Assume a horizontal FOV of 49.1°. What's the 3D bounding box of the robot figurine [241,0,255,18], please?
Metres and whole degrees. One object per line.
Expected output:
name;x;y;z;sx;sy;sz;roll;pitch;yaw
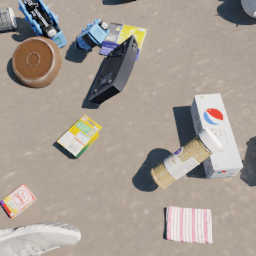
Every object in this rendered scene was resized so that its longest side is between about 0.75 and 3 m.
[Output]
robot figurine;5.658;-5.396;11.139;2.733;1.543;2.318;-33;79;-18

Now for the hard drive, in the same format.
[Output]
hard drive;-0.433;-1.894;9.285;0.499;1.590;2.358;35;53;-27

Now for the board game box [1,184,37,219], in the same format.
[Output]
board game box;-3.041;2.028;7.802;0.773;0.179;0.585;-39;68;-19

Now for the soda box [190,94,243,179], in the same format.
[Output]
soda box;2.594;0.201;8.465;0.855;0.799;2.509;-5;61;-2

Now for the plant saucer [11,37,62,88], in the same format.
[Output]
plant saucer;-3.242;-2.332;9.738;1.889;0.325;1.889;-1;84;6

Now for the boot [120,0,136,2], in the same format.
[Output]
boot;0.136;-6.451;12.116;2.371;0.868;1.785;-24;65;-17

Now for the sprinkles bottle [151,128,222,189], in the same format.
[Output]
sprinkles bottle;1.513;0.830;7.433;1.941;0.662;0.662;-41;63;19

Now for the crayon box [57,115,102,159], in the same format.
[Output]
crayon box;-1.468;0.266;8.703;0.778;0.319;1.237;35;67;18

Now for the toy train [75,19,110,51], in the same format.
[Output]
toy train;-1.339;-3.242;9.964;0.702;1.619;0.925;45;61;-26

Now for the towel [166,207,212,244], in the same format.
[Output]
towel;1.640;2.581;7.498;1.212;0.181;0.887;4;62;2

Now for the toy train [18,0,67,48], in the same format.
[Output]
toy train;-3.238;-3.972;10.472;1.012;1.333;2.334;-33;66;-11

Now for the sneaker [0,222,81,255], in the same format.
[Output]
sneaker;-2.511;2.999;6.960;2.765;1.033;1.134;-9;75;4

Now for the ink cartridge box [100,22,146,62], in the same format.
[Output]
ink cartridge box;-0.180;-3.327;10.689;1.481;0.352;1.498;13;59;5

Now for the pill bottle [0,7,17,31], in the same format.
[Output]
pill bottle;-5.208;-4.168;10.894;1.494;0.793;0.793;-11;62;-7
